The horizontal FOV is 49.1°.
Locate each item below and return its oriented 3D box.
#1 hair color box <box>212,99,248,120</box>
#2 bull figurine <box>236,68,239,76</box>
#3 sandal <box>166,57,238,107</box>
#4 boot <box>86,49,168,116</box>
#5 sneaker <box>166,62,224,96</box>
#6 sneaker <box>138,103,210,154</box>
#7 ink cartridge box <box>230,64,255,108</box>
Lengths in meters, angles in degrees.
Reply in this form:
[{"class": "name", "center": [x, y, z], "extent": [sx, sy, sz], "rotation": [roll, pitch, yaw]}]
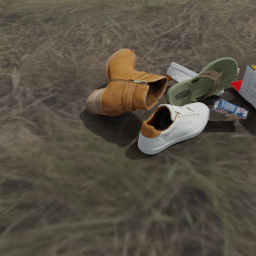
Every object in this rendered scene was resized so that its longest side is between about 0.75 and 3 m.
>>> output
[{"class": "hair color box", "center": [2.906, -0.505, 7.991], "extent": [0.879, 0.439, 0.266], "rotation": [21, 82, -8]}, {"class": "bull figurine", "center": [3.166, -1.923, 9.313], "extent": [1.043, 0.633, 0.340], "rotation": [-17, 6, 9]}, {"class": "sandal", "center": [2.306, -1.271, 8.490], "extent": [2.393, 0.950, 0.683], "rotation": [-30, 15, 1]}, {"class": "boot", "center": [0.215, -1.442, 8.377], "extent": [2.185, 1.041, 2.825], "rotation": [0, 53, 39]}, {"class": "sneaker", "center": [2.164, -1.402, 9.326], "extent": [1.954, 0.827, 0.711], "rotation": [27, 10, 5]}, {"class": "sneaker", "center": [1.401, -0.261, 7.654], "extent": [2.586, 1.095, 0.942], "rotation": [-30, 49, -30]}, {"class": "ink cartridge box", "center": [4.958, -1.435, 8.758], "extent": [2.558, 1.073, 2.246], "rotation": [-13, 44, -16]}]
